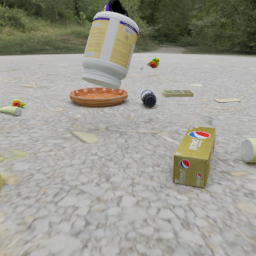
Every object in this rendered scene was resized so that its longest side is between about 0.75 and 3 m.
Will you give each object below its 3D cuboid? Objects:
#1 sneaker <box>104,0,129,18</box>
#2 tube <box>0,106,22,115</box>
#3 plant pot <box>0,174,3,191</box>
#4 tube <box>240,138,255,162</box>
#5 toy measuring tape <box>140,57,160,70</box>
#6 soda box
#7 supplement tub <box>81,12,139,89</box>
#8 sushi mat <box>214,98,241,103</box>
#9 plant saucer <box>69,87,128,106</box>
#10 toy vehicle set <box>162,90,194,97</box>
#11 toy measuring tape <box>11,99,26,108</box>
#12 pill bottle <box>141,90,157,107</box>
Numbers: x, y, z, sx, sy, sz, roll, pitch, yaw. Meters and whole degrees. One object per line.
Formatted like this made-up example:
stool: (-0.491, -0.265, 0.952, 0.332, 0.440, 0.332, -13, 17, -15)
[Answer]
sneaker: (-0.253, -3.646, 9.949, 0.685, 1.972, 0.981, -25, 4, -23)
tube: (-5.123, -0.783, 12.123, 1.382, 0.359, 0.401, 9, -18, 39)
plant pot: (-3.835, 0.736, 5.853, 2.053, 1.457, 2.053, -1, 19, 0)
tube: (4.362, 0.613, 7.617, 2.508, 0.651, 0.728, 0, 43, -10)
toy measuring tape: (1.096, -2.927, 13.233, 0.465, 0.465, 1.265, -15, -8, -37)
soda box: (1.782, 0.637, 7.254, 0.781, 0.738, 2.307, 6, 20, 20)
supplement tub: (-0.614, -2.447, 9.077, 1.531, 2.106, 1.531, 15, 0, 0)
sushi mat: (5.096, -1.425, 14.376, 1.263, 0.076, 0.604, -4, 20, -13)
plant saucer: (-1.477, -1.605, 14.299, 2.964, 0.478, 2.964, 1, 19, 0)
toy vehicle set: (2.782, -1.949, 15.704, 1.595, 0.211, 0.991, -1, 19, -4)
toy measuring tape: (-5.369, -1.103, 12.874, 1.253, 0.461, 0.461, -6, 20, -17)
pill bottle: (0.991, -1.379, 13.293, 0.682, 0.682, 1.220, -1, 20, -4)
